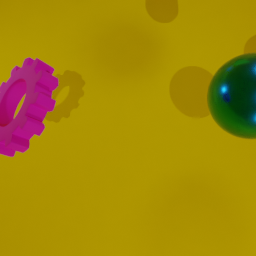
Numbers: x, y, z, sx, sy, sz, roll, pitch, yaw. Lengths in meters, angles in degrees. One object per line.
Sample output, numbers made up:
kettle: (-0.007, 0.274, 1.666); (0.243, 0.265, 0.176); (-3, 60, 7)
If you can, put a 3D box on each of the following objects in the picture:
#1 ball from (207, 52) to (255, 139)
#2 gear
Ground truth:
ball: (1.977, -0.503, 4.484); (1.372, 1.372, 1.372); (0, 72, 0)
gear: (-1.555, -0.315, 4.012); (1.417, 0.262, 1.417); (-20, 57, 35)
